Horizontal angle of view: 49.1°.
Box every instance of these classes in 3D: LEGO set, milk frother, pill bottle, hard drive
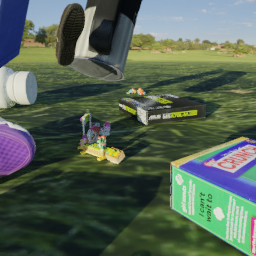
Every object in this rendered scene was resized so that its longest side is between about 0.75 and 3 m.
[{"bbox_3d":[-0.722,0.156,6.609,0.937,0.758,2.036,-4,17,-13],"label":"LEGO set"},{"bbox_3d":[-1.178,-2.926,7.454,2.678,2.519,2.417,11,-8,13],"label":"milk frother"},{"bbox_3d":[-5.158,-1.580,10.972,2.827,1.616,1.616,1,16,2],"label":"pill bottle"},{"bbox_3d":[-3.237,-3.094,7.641,0.361,2.843,1.876,21,31,-7],"label":"hard drive"}]

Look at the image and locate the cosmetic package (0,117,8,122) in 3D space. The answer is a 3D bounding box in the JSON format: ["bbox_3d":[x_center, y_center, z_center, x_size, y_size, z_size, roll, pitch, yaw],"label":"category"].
[{"bbox_3d":[-3.081,0.236,6.563,0.817,0.690,1.530,-13,24,-38],"label":"cosmetic package"}]

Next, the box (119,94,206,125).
[{"bbox_3d":[1.133,-0.730,9.988,2.279,0.561,2.360,-9,19,-21],"label":"box"}]

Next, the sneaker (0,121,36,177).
[{"bbox_3d":[-2.921,0.688,4.479,2.821,1.135,1.247,-10,25,-18],"label":"sneaker"}]

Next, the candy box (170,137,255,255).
[{"bbox_3d":[2.021,0.925,3.802,1.900,0.866,2.247,-14,20,-36],"label":"candy box"}]

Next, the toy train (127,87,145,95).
[{"bbox_3d":[0.458,-1.928,14.546,0.998,0.278,0.750,6,17,19],"label":"toy train"}]

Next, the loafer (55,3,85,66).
[{"bbox_3d":[-1.233,-1.872,5.530,0.470,1.286,0.459,-8,48,-40],"label":"loafer"}]
